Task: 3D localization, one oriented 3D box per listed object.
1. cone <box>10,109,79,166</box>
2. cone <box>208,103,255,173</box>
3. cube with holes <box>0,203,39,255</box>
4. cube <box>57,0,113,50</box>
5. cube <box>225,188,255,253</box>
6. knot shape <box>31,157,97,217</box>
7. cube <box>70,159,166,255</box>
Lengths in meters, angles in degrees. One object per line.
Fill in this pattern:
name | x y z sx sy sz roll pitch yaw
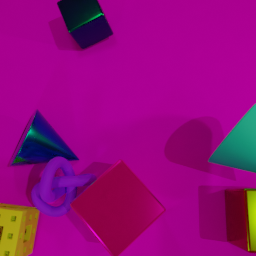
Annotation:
cone | -1.849 0.507 6.839 1.469 1.463 1.463 26 77 -21
cone | 2.856 0.601 5.860 1.632 1.626 1.626 40 80 19
cube with holes | -2.695 2.256 6.164 1.014 1.014 1.014 6 78 4
cube | -1.103 -2.872 7.377 0.980 0.980 0.980 -25 75 6
cube | 2.985 1.993 6.198 1.252 1.252 1.252 1 77 0
knot shape | -1.521 1.373 6.194 1.390 1.485 0.686 -50 53 13
cube | -0.204 1.718 6.194 1.393 1.393 1.393 -41 80 -9
